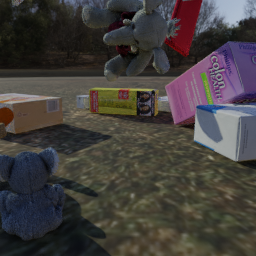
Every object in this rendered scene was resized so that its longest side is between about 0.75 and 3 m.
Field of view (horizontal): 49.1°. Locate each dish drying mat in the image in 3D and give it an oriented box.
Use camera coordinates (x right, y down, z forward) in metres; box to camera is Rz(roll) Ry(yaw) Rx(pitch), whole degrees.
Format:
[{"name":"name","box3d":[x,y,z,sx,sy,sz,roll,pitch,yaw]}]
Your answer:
[{"name":"dish drying mat","box3d":[2.042,-3.885,10.066,1.020,2.657,0.242,27,-23,-22]}]

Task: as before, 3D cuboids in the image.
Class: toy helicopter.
[{"name":"toy helicopter","box3d":[-3.633,0.216,5.801,2.782,1.097,1.840,-7,15,27]}]

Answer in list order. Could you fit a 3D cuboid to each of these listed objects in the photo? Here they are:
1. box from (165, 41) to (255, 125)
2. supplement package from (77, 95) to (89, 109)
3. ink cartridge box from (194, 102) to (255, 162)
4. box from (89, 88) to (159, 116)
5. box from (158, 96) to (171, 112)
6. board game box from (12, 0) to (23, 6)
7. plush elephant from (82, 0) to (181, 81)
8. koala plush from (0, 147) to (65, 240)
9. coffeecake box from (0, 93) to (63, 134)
[{"name":"box","box3d":[3.143,-1.261,8.694,2.601,1.429,2.957,-7,-13,-29]},{"name":"supplement package","box3d":[-1.850,-1.242,13.092,0.946,0.566,0.573,-12,18,-43]},{"name":"ink cartridge box","box3d":[3.049,-0.007,6.643,2.377,1.021,1.740,-5,14,-17]},{"name":"box","box3d":[-0.182,-1.095,11.407,2.795,1.052,0.700,5,14,18]},{"name":"box","box3d":[2.593,-1.026,12.247,2.844,0.517,2.052,12,18,39]},{"name":"board game box","box3d":[-3.273,-4.355,8.617,0.196,0.714,1.131,14,48,2]},{"name":"plush elephant","box3d":[0.197,-2.459,7.364,2.735,2.252,2.117,-12,15,5]},{"name":"koala plush","box3d":[-1.189,0.729,3.439,0.868,0.978,0.899,-3,14,-18]},{"name":"coffeecake box","box3d":[-3.775,-0.577,9.336,2.521,0.921,1.935,8,15,31]}]
